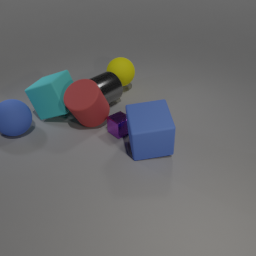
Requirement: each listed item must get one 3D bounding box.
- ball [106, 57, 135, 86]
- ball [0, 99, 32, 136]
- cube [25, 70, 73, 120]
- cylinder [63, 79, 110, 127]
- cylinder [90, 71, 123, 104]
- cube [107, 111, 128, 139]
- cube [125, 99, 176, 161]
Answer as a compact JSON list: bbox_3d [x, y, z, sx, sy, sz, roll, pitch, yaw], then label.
[{"bbox_3d":[-0.360,-2.760,13.787,1.400,1.400,1.400,0,33,0],"label":"ball"},{"bbox_3d":[-4.380,-0.393,10.646,1.400,1.400,1.400,0,33,0],"label":"ball"},{"bbox_3d":[-3.053,-1.371,11.583,1.400,1.400,1.400,-11,27,24],"label":"cube"},{"bbox_3d":[-1.568,-0.943,10.857,1.400,1.400,1.400,-6,63,13],"label":"cylinder"},{"bbox_3d":[-1.188,-1.673,12.578,1.400,1.400,1.400,24,40,32],"label":"cylinder"},{"bbox_3d":[-0.331,-0.125,10.835,0.700,0.700,0.700,-26,41,-32],"label":"cube"},{"bbox_3d":[0.736,0.068,9.532,1.400,1.400,1.400,-9,47,-3],"label":"cube"}]
